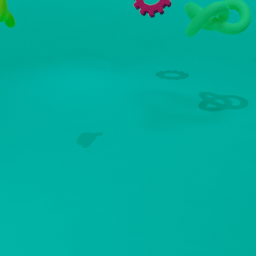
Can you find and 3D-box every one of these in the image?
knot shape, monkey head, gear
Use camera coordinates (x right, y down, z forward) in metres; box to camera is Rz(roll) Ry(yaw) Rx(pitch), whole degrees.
[{"bbox_3d":[2.160,-2.878,7.350,1.797,0.830,1.682,16,33,36],"label":"knot shape"},{"bbox_3d":[-2.222,-2.157,4.763,0.721,0.604,1.002,-24,-10,8],"label":"monkey head"},{"bbox_3d":[0.849,-4.545,9.584,1.418,1.418,0.262,11,6,18],"label":"gear"}]
